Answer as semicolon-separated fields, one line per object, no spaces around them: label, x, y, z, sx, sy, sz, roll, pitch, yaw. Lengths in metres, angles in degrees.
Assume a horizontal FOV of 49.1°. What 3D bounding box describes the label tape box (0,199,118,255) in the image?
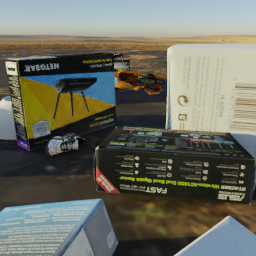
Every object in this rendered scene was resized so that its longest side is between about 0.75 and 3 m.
label tape box;-1.100;1.408;2.403;1.397;0.613;1.937;-11;14;22

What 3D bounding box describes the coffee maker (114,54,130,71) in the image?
coffee maker;-1.003;-2.691;13.873;2.200;1.482;2.113;2;-6;-1

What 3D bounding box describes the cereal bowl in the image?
cereal bowl;-2.956;-0.433;7.906;2.114;0.880;2.114;-1;19;0

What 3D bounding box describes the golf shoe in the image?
golf shoe;-1.394;0.360;6.320;0.488;0.402;1.033;10;23;27

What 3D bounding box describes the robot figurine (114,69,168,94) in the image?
robot figurine;0.229;-1.823;10.909;2.600;0.757;1.885;6;15;-4

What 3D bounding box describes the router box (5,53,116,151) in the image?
router box;-1.522;-0.809;7.154;0.704;2.057;2.758;16;25;41

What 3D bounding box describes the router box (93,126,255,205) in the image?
router box;0.761;0.538;4.957;2.388;0.742;1.789;4;12;9

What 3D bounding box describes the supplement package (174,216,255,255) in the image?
supplement package;0.407;1.607;1.255;1.920;1.065;1.495;-16;37;-37

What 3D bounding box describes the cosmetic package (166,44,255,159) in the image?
cosmetic package;2.158;-0.829;6.804;2.289;2.303;2.752;4;18;12
